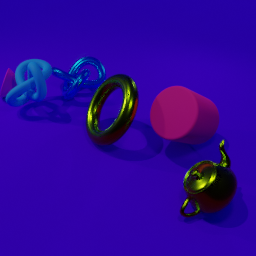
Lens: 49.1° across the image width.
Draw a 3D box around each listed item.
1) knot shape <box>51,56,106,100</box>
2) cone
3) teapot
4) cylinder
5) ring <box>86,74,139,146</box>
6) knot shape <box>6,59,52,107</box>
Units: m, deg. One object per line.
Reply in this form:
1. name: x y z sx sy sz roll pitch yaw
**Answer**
1. knot shape: -1.709 -1.638 9.374 1.889 0.873 1.767 -6 37 4
2. cone: -3.604 -1.339 9.347 1.008 1.004 1.004 18 32 -21
3. teapot: 1.618 1.068 5.658 1.750 0.857 1.088 -53 21 -9
4. cylinder: 1.417 -0.275 6.954 1.284 1.284 1.284 36 16 37
5. ring: -0.459 -0.490 7.317 0.395 1.974 1.974 22 23 -37
6. knot shape: -2.910 -1.465 8.435 1.739 0.804 1.627 -26 46 36
